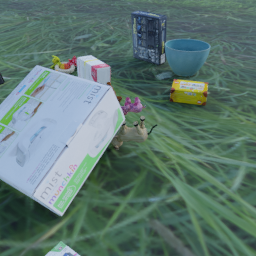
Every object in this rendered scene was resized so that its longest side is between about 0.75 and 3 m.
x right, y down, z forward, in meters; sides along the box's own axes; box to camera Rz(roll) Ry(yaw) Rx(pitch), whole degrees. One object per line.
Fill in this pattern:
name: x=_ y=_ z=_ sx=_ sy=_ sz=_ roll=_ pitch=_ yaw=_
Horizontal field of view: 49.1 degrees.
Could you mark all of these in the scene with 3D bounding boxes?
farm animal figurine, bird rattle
farm animal figurine: x=-0.693 y=-0.120 z=8.515 sx=2.424 sy=1.278 sz=2.451 roll=-26 pitch=48 yaw=-12
bird rattle: x=-3.000 y=-2.920 z=13.486 sx=1.438 sy=0.810 sz=1.173 roll=5 pitch=43 yaw=-17

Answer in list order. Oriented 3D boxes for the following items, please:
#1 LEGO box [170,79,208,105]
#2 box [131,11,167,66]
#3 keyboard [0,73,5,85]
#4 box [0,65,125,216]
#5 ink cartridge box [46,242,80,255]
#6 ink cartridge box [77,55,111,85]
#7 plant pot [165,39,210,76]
LEGO box: x=2.412 y=-1.429 z=11.065 sx=1.400 sy=0.540 sz=1.043 roll=8 pitch=34 yaw=12
box: x=1.053 y=-4.556 z=14.200 sx=1.875 sy=2.378 sz=0.607 roll=27 pitch=46 yaw=36
keyboard: x=-4.304 y=-2.459 z=8.692 sx=0.463 sy=2.338 sz=1.217 roll=-25 pitch=30 yaw=-12
box: x=-1.966 y=0.122 z=6.873 sx=2.590 sy=1.419 sz=2.935 roll=19 pitch=63 yaw=27
ink cartridge box: x=-1.153 y=2.551 z=5.124 sx=0.774 sy=0.339 sz=0.562 roll=24 pitch=39 yaw=30
ink cartridge box: x=-1.426 y=-2.179 z=11.591 sx=0.700 sy=1.217 sz=1.677 roll=-18 pitch=37 yaw=-29
plant pot: x=2.700 y=-3.211 z=13.059 sx=2.021 sy=1.361 sz=2.021 roll=0 pitch=33 yaw=0
